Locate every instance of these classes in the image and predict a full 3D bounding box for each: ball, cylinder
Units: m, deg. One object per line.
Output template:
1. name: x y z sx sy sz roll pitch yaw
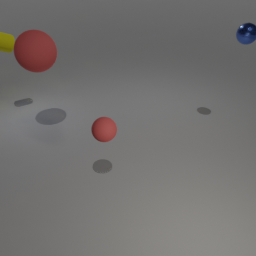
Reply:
1. ball: 4.008 -3.169 9.421 0.700 0.700 0.700 0 32 0
2. ball: -3.117 -2.590 9.477 1.400 1.400 1.400 0 32 0
3. ball: -0.650 0.042 7.664 0.700 0.700 0.700 0 32 0
4. cylinder: -4.831 -3.298 10.740 0.700 0.700 0.700 27 17 36
